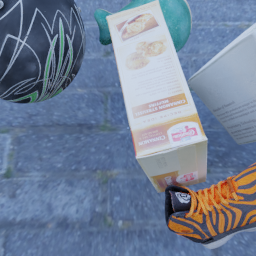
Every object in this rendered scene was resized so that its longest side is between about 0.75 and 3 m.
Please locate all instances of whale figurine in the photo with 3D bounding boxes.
[{"bbox_3d":[0.263,-2.459,6.864,2.494,1.984,1.294,5,38,19],"label":"whale figurine"}]

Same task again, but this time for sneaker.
[{"bbox_3d":[1.405,1.227,4.611,1.315,2.347,0.910,21,36,-14],"label":"sneaker"}]

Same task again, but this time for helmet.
[{"bbox_3d":[-2.279,-1.915,6.220,2.685,2.817,2.817,34,71,30],"label":"helmet"}]

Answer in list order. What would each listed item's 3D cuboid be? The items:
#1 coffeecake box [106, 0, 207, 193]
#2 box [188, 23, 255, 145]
[{"bbox_3d":[0.565,-0.470,5.205,1.020,2.142,2.791,-16,62,7],"label":"coffeecake box"},{"bbox_3d":[3.217,-1.289,6.158,2.442,2.454,2.102,-40,91,-19],"label":"box"}]
